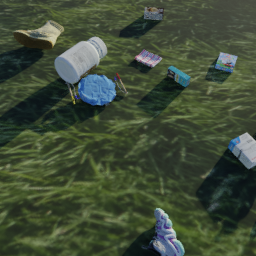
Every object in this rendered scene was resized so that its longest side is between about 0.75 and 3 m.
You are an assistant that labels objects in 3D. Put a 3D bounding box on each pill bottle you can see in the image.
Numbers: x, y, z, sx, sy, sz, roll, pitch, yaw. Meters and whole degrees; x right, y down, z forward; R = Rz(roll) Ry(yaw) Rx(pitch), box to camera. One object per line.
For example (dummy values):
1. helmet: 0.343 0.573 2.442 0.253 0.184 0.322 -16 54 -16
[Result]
1. pill bottle: -2.102 -3.207 12.958 1.346 1.346 2.354 29 55 21

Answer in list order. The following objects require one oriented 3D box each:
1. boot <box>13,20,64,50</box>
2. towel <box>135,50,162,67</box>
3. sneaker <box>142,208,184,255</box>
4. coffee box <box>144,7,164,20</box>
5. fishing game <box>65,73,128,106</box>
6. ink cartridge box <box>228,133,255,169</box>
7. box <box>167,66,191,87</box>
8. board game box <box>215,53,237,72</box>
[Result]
1. boot: -4.676 -5.019 14.753 2.216 0.806 1.722 13 53 8
2. towel: 1.014 -3.466 13.936 1.127 0.169 0.825 30 58 21
3. sneaker: 0.863 3.240 8.348 1.084 0.603 1.550 -18 53 -15
4. coffee box: 1.517 -6.657 16.284 1.111 0.443 0.628 5 52 4
5. fishing game: -1.346 -1.645 12.375 2.483 0.386 1.778 -17 62 -19
6. ink cartridge box: 4.410 0.838 10.327 0.824 0.476 1.128 -22 55 -17
7. box: 2.322 -2.380 12.887 0.276 0.462 1.123 -37 60 -26
8. board game box: 4.812 -3.220 13.716 0.841 0.203 1.111 19 53 15
